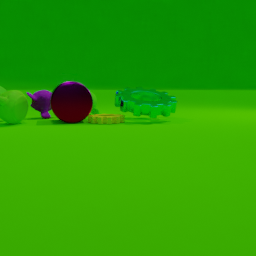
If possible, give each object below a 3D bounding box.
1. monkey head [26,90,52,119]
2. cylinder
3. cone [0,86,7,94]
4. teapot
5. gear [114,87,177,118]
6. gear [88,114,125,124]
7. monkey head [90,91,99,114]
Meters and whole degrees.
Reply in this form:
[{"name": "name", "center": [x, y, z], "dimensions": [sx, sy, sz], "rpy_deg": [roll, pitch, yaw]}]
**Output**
[{"name": "monkey head", "center": [-2.774, -0.815, 9.347], "dimensions": [1.265, 0.762, 0.910], "rpy_deg": [2, 39, -38]}, {"name": "cylinder", "center": [-1.747, -0.800, 8.502], "dimensions": [1.199, 1.199, 1.199], "rpy_deg": [-2, 9, -16]}, {"name": "cone", "center": [-4.078, -0.642, 8.157], "dimensions": [1.087, 1.087, 1.091], "rpy_deg": [-1, 19, -8]}, {"name": "teapot", "center": [-3.354, -0.621, 7.887], "dimensions": [0.770, 0.978, 1.572], "rpy_deg": [10, -12, 10]}, {"name": "gear", "center": [0.555, -0.846, 8.850], "dimensions": [1.933, 0.357, 1.933], "rpy_deg": [5, 24, -2]}, {"name": "gear", "center": [-0.642, -0.278, 8.408], "dimensions": [1.084, 0.200, 1.084], "rpy_deg": [0, 8, 0]}, {"name": "monkey head", "center": [-1.653, -0.926, 10.688], "dimensions": [0.826, 0.987, 1.371], "rpy_deg": [7, 39, -41]}]
